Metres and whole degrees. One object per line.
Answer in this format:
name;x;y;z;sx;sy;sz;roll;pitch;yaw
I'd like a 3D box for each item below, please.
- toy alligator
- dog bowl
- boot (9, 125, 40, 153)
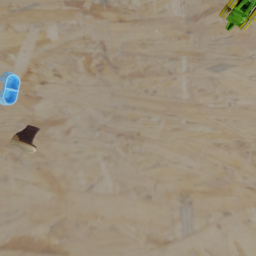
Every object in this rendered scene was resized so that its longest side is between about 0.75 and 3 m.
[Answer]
toy alligator;2.848;-2.971;6.599;0.794;2.395;0.575;32;89;0
dog bowl;-2.694;-0.887;6.366;0.193;0.434;0.778;13;92;32
boot;-2.275;0.214;6.503;0.828;0.300;0.689;14;45;27
